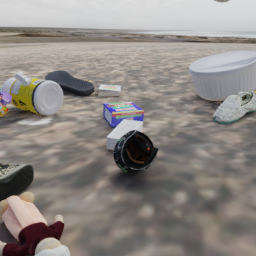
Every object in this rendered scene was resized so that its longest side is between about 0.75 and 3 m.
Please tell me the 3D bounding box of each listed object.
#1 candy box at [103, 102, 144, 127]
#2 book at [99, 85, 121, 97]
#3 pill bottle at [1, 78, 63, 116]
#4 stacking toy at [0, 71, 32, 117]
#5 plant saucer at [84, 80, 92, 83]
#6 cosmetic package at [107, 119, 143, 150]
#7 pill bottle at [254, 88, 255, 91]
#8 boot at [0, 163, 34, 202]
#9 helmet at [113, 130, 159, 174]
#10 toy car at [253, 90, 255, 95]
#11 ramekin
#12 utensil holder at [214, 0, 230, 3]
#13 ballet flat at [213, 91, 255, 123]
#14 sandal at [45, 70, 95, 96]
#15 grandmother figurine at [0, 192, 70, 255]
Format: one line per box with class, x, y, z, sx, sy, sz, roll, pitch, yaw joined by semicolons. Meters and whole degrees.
candy box;-0.148;-0.388;7.501;0.862;0.393;1.020;-5;22;-17
book;-0.676;-1.423;10.595;0.797;0.287;1.192;2;18;-3
pill bottle;-2.847;-0.977;8.236;1.734;0.991;0.991;13;24;32
stacking toy;-3.264;-0.633;7.101;0.431;1.382;1.834;41;21;-13
plant saucer;-1.938;-1.824;11.685;0.941;0.228;0.941;1;20;0
cosmetic package;-0.040;0.148;6.164;0.492;0.302;1.192;6;21;16
pill bottle;4.744;-1.237;9.783;0.767;0.430;0.430;3;20;7
boot;-2.185;0.826;4.093;1.004;0.480;1.330;6;16;23
helmet;0.118;0.409;4.803;0.771;0.771;0.735;-3;-5;-9
toy car;4.001;-1.290;9.971;1.134;0.269;1.205;-6;26;20
ramekin;3.368;-1.805;9.743;2.400;1.117;2.400;-12;23;5
utensil holder;2.009;-3.041;5.486;0.772;0.772;0.908;-4;-10;-12
ballet flat;3.065;-0.674;7.931;2.005;0.719;0.719;-19;28;-41
sandal;-2.338;-1.636;10.836;2.467;0.528;0.938;27;48;33
grandmother figurine;-1.100;1.194;3.201;0.827;0.413;1.364;-26;29;-33
